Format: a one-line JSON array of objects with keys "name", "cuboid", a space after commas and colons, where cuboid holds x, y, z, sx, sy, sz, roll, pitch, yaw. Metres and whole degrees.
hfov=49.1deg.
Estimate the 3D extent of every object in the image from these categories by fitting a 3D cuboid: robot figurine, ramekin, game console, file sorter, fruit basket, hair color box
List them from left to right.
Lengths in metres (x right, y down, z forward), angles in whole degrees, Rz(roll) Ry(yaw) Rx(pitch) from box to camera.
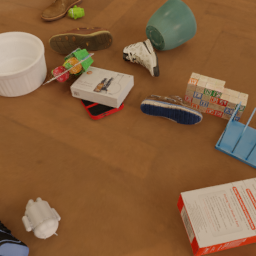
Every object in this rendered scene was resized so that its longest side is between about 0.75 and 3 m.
[{"name": "ramekin", "cuboid": [-4.623, -2.528, 11.274, 2.733, 1.332, 2.733, 0, 52, 0]}, {"name": "robot figurine", "cuboid": [-2.381, 2.513, 7.737, 1.028, 0.685, 1.212, -7, 45, -44]}, {"name": "fruit basket", "cuboid": [-2.430, -2.376, 11.073, 1.946, 0.912, 1.803, -34, 17, -23]}, {"name": "robot figurine", "cuboid": [-2.695, -5.957, 14.502, 0.835, 0.483, 0.732, -10, 69, -9]}, {"name": "game console", "cuboid": [-0.974, -0.931, 10.776, 1.375, 0.213, 1.216, -24, 50, -18]}, {"name": "hair color box", "cuboid": [2.933, 2.376, 7.730, 2.760, 0.882, 1.530, -10, 52, -6]}, {"name": "file sorter", "cuboid": [4.229, 0.301, 9.091, 2.110, 1.294, 1.464, 28, 58, 20]}]

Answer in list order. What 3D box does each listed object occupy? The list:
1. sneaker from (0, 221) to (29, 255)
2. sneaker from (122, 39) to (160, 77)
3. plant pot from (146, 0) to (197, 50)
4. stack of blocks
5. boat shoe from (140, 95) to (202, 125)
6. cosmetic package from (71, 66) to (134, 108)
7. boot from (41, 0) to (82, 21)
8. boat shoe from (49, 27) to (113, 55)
[{"name": "sneaker", "cuboid": [-3.812, 2.640, 7.449, 2.860, 1.003, 1.114, 14, 56, 10]}, {"name": "sneaker", "cuboid": [0.515, -2.858, 11.970, 1.385, 0.908, 2.407, -13, 45, 1]}, {"name": "plant pot", "cuboid": [1.753, -4.419, 12.457, 1.595, 1.987, 1.987, -39, 61, -15]}, {"name": "stack of blocks", "cuboid": [3.187, -1.108, 10.235, 2.115, 1.218, 0.619, 19, 54, 14]}, {"name": "boat shoe", "cuboid": [1.633, -0.800, 10.248, 2.261, 0.817, 0.818, 16, 53, 12]}, {"name": "cosmetic package", "cuboid": [-0.982, -1.644, 10.959, 2.006, 0.518, 1.512, 16, 47, 18]}, {"name": "boot", "cuboid": [-3.549, -6.664, 14.677, 1.085, 1.112, 2.947, 26, 58, 17]}, {"name": "boat shoe", "cuboid": [-2.153, -4.029, 12.721, 2.852, 1.027, 0.963, -11, 47, -17]}]
